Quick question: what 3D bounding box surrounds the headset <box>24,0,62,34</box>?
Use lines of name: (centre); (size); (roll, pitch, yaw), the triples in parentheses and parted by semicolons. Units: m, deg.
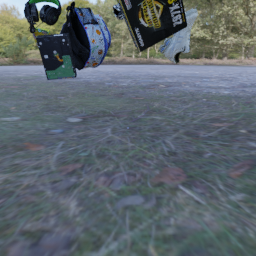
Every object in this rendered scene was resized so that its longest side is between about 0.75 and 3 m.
headset: (-2.759, -3.663, 8.760); (1.121, 0.853, 1.815); (7, 58, 1)

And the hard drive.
hard drive: (-1.917, -1.922, 7.620); (0.852, 1.220, 0.231); (-3, 35, 6)

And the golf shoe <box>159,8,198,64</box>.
golf shoe: (1.977, -3.176, 9.891); (0.797, 2.034, 0.989); (-25, 70, -36)

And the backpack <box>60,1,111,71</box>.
backpack: (-1.509, -3.059, 9.959); (1.519, 1.879, 1.972); (-11, -19, -30)

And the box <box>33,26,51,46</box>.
box: (-3.246, -3.451, 10.624); (0.633, 0.261, 1.079); (11, -18, -4)

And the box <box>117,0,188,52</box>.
box: (0.681, -3.426, 7.910); (1.686, 2.111, 0.521); (-29, 50, 1)

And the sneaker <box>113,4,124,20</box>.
sneaker: (-0.269, -4.661, 10.674); (0.402, 1.008, 0.656); (33, 22, 12)
